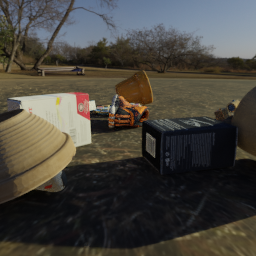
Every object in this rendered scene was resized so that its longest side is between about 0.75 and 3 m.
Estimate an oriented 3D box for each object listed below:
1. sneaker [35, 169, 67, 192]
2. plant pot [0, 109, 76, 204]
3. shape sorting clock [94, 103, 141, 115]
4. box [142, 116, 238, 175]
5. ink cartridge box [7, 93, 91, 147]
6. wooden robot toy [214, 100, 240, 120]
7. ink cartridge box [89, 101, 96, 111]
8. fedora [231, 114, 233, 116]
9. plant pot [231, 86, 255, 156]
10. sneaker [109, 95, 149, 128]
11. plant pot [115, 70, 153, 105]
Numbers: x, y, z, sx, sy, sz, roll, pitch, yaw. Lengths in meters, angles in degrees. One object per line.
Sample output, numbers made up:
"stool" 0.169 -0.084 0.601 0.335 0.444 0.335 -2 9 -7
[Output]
"sneaker" -2.188 0.980 5.308 2.191 0.771 1.024 8 31 28
"plant pot" -2.328 0.371 5.286 2.430 1.121 2.430 -16 19 6
"shape sorting clock" -0.505 -1.037 14.333 2.473 0.485 2.473 0 13 0
"box" 1.465 0.360 6.987 1.949 1.017 1.442 -3 13 -14
"ink cartridge box" -2.175 -0.155 7.993 2.145 1.583 0.919 -11 17 -43
"wooden robot toy" 4.496 -0.518 10.983 1.198 1.164 2.641 -26 26 -39
"ink cartridge box" -2.395 -1.006 13.884 1.407 0.473 0.817 -6 7 35
"fedora" 5.884 -0.963 12.450 2.311 1.180 2.613 2 13 7
"plant pot" 3.751 0.151 6.171 1.982 1.982 2.117 -3 24 -14
"sneaker" 0.071 -0.620 11.693 1.578 1.092 2.816 4 23 -1
"plant pot" 0.276 -2.189 16.628 1.852 2.022 2.022 -17 15 -4
